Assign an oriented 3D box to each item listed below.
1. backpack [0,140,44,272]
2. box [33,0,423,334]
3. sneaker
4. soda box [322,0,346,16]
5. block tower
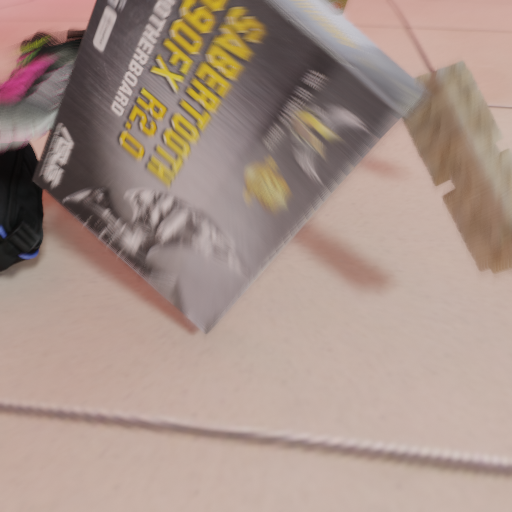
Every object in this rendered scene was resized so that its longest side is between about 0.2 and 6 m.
[{"bbox_3d":[-4.787,-1.378,8.062,2.570,3.200,3.497,-24,33,-2],"label":"backpack"},{"bbox_3d":[-0.599,-1.201,5.862,2.860,3.612,0.873,42,40,2],"label":"box"},{"bbox_3d":[-2.597,-2.074,6.604,0.846,1.003,2.293,15,39,28],"label":"sneaker"},{"bbox_3d":[0.481,-3.308,8.071,1.032,3.046,0.975,-30,79,-14],"label":"soda box"},{"bbox_3d":[2.217,-0.906,5.741,0.600,2.220,0.642,-27,-2,-37],"label":"block tower"}]
